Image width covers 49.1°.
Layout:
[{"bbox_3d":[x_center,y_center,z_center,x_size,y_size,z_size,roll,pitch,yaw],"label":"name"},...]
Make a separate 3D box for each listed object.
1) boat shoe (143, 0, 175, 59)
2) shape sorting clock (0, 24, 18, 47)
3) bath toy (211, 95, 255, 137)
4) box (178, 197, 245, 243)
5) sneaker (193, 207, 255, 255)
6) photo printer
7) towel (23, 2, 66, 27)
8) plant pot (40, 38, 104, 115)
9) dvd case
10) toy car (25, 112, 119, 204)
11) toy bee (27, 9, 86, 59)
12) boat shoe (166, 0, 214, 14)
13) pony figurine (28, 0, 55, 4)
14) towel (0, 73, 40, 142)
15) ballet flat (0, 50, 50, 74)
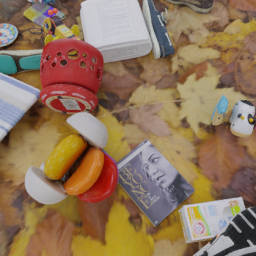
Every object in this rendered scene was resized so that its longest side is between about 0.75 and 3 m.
[{"bbox_3d":[0.999,-3.415,9.427,0.722,0.874,2.335,-11,66,-4],"label":"boat shoe"},{"bbox_3d":[-4.398,-3.230,9.696,1.133,0.222,1.133,0,64,0],"label":"shape sorting clock"},{"bbox_3d":[3.819,-0.180,7.742,2.787,1.030,1.212,14,65,6],"label":"bath toy"},{"bbox_3d":[2.031,2.216,6.700,1.441,0.730,0.810,-7,64,-4],"label":"box"},{"bbox_3d":[2.064,2.615,5.816,2.896,1.158,1.067,-25,64,-19],"label":"sneaker"},{"bbox_3d":[-0.489,-3.469,9.441,2.105,0.879,2.530,-12,64,-5],"label":"photo printer"},{"bbox_3d":[-3.055,-4.120,10.176,1.353,0.154,0.972,36,68,17],"label":"towel"},{"bbox_3d":[-1.634,-1.346,7.925,1.786,1.786,1.626,4,70,2],"label":"plant pot"},{"bbox_3d":[0.608,1.385,7.445,1.424,0.153,1.915,-37,69,-16],"label":"dvd case"},{"bbox_3d":[-1.025,0.905,6.585,1.805,2.407,2.107,37,85,-1],"label":"toy car"},{"bbox_3d":[-2.298,-3.055,8.945,2.244,1.220,1.469,21,46,-2],"label":"toy bee"},{"bbox_3d":[2.148,-5.000,10.242,2.212,0.811,0.824,25,66,12],"label":"boat shoe"},{"bbox_3d":[-3.103,-5.200,10.188,1.687,1.456,1.748,44,55,14],"label":"pony figurine"},{"bbox_3d":[-4.017,-0.312,7.857,2.147,0.348,2.923,22,64,22],"label":"towel"},{"bbox_3d":[-3.500,-2.162,9.018,2.242,0.756,0.699,-2,36,-5],"label":"ballet flat"}]
